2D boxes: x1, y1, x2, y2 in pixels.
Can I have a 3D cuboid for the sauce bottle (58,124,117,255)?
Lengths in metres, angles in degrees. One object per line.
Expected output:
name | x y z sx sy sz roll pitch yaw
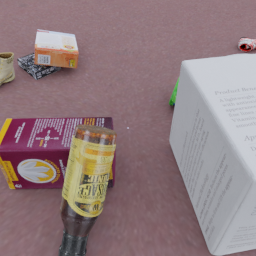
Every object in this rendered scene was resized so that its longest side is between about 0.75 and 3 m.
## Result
sauce bottle | -0.754 1.149 4.879 0.784 2.375 0.784 10 7 -1

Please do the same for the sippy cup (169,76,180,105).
sippy cup | 1.768 -0.973 8.135 0.892 0.956 1.218 22 73 7

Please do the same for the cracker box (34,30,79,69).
cracker box | -2.519 -2.803 9.840 1.383 0.596 2.065 3 34 -16

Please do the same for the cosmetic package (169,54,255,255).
cosmetic package | 2.469 0.369 5.481 2.470 2.473 2.997 -5 44 -7

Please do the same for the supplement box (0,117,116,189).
supplement box | -1.465 0.558 6.134 2.349 1.296 1.006 -1 42 0

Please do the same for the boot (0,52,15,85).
boot | -4.060 -1.772 8.669 0.464 0.992 1.276 38 46 14

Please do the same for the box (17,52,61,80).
box | -3.123 -2.240 9.826 0.992 0.313 1.258 -33 53 -30

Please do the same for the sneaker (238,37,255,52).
sneaker | 4.876 -3.152 10.731 1.249 0.417 0.669 13 46 18
